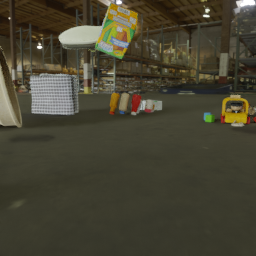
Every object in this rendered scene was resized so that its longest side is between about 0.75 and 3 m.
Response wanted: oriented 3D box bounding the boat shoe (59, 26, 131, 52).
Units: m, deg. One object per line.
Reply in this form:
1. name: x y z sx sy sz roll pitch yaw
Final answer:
1. boat shoe: -1.104 -3.230 10.298 2.794 0.835 0.998 -15 57 -17

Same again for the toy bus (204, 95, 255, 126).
1. toy bus: 3.485 -0.629 9.142 1.625 0.890 1.722 -5 9 -29

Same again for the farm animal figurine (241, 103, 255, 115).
1. farm animal figurine: 4.806 -0.723 11.472 0.903 0.476 0.913 11 -1 -10

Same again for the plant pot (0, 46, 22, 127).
1. plant pot: -4.279 -0.925 7.526 2.172 2.373 2.373 -14 12 -14

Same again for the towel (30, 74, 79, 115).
1. towel: -3.116 -1.380 11.681 2.026 1.677 0.867 1 16 14

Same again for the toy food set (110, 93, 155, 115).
1. toy food set: 0.262 -0.844 11.859 1.992 0.896 0.951 16 -12 -22

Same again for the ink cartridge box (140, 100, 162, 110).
1. ink cartridge box: 1.049 -1.152 14.171 1.108 0.460 0.812 8 11 43

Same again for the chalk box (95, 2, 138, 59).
1. chalk box: -0.277 -1.933 5.880 0.633 0.629 1.014 17 -38 -13
